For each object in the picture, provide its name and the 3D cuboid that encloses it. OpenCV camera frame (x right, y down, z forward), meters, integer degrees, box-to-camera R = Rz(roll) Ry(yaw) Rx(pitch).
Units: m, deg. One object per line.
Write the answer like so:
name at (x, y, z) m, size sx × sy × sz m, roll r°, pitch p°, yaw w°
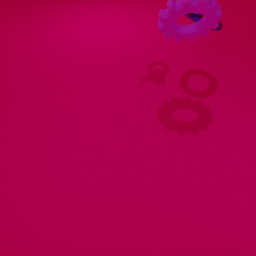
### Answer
ring at (2.367, -3.495, 8.904) m, size 1.420 × 0.284 × 1.420 m, roll 19°, pitch 32°, yaw -12°
gear at (1.667, -2.963, 7.640) m, size 1.653 × 1.653 × 0.306 m, roll -3°, pitch 72°, yaw -2°
